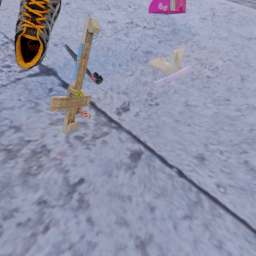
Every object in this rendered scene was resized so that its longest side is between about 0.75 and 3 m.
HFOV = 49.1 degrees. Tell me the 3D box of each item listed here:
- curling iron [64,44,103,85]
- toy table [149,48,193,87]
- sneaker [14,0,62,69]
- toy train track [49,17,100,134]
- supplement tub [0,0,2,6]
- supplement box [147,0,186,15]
[{"bbox_3d":[-1.024,-1.432,6.386,1.218,0.156,0.302,44,27,0],"label":"curling iron"},{"bbox_3d":[0.784,-1.136,5.180,0.788,0.462,0.725,-29,10,-28],"label":"toy table"},{"bbox_3d":[-2.243,-2.607,6.853,1.016,2.595,1.002,10,30,-13],"label":"sneaker"},{"bbox_3d":[-0.730,-0.793,4.668,0.319,1.961,1.125,21,17,21],"label":"toy train track"},{"bbox_3d":[-3.715,-2.663,6.112,1.609,1.609,2.626,2,69,2],"label":"supplement tub"},{"bbox_3d":[1.439,-4.616,10.205,0.843,0.861,1.665,9,20,31],"label":"supplement box"}]
